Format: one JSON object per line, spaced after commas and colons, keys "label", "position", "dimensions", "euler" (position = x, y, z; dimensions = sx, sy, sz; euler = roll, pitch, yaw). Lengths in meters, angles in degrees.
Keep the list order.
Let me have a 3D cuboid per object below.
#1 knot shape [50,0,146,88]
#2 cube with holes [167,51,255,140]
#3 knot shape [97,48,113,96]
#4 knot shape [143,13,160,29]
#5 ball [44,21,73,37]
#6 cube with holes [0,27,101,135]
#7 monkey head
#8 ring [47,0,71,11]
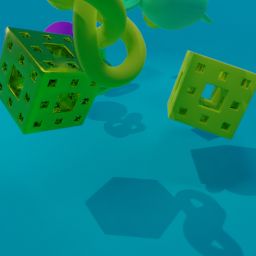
{"label": "knot shape", "position": [-0.375, -1.362, 3.732], "dimensions": [0.849, 1.719, 1.837], "euler": [-28, 19, 12]}
{"label": "cube with holes", "position": [1.756, -0.785, 6.140], "dimensions": [1.369, 1.369, 1.369], "euler": [19, 19, 1]}
{"label": "knot shape", "position": [-0.992, -1.636, 7.813], "dimensions": [1.650, 0.762, 1.544], "euler": [-27, 86, -41]}
{"label": "knot shape", "position": [1.563, -4.654, 10.903], "dimensions": [1.780, 1.665, 0.822], "euler": [6, 50, -35]}
{"label": "ball", "position": [-1.919, -2.493, 8.494], "dimensions": [1.393, 1.393, 1.393], "euler": [0, 32, 0]}
{"label": "cube with holes", "position": [-1.318, -0.779, 4.660], "dimensions": [1.163, 1.163, 1.163], "euler": [-11, 51, -47]}
{"label": "monkey head", "position": [0.711, -2.390, 4.844], "dimensions": [1.959, 1.180, 1.409], "euler": [-3, 40, -26]}
{"label": "ring", "position": [-2.126, -4.724, 9.155], "dimensions": [0.327, 1.635, 1.635], "euler": [20, 37, 38]}
